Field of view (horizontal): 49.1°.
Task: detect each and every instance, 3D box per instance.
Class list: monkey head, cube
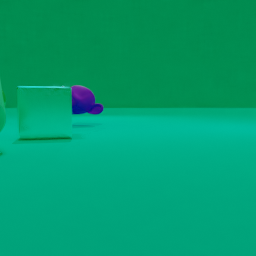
[{"bbox_3d":[-1.745,-0.731,9.311,1.159,1.384,1.924,9,12,-47],"label":"monkey head"},{"bbox_3d":[-1.711,-0.322,5.826,1.013,1.013,1.013,-1,5,-15],"label":"cube"}]

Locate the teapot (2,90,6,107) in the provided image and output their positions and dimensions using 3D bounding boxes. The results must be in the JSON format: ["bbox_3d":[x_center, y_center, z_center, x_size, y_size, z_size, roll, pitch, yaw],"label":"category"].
[{"bbox_3d":[-4.469,-0.967,8.898,1.293,2.079,1.018,20,28,3],"label":"teapot"}]

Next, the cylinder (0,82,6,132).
[{"bbox_3d":[-2.412,-0.482,3.993,1.132,1.132,1.132,-17,-34,-12],"label":"cylinder"}]
